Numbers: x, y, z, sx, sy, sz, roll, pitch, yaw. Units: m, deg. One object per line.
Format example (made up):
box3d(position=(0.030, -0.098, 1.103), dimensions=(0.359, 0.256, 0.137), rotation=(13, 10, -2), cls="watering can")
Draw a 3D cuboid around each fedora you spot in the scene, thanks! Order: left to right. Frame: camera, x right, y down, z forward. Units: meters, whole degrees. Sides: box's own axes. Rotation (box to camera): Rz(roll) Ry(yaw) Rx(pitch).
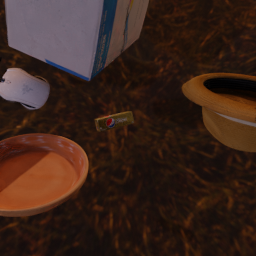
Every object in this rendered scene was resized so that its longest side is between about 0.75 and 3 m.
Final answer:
box3d(position=(2.316, -0.273, 5.508), dimensions=(2.647, 2.647, 1.080), rotation=(5, 117, 1), cls="fedora")

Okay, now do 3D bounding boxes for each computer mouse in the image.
box3d(position=(-2.700, -1.059, 6.453), dimensions=(2.191, 0.481, 1.202), rotation=(19, 86, 28), cls="computer mouse")

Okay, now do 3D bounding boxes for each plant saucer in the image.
box3d(position=(-1.667, 0.767, 4.788), dimensions=(1.965, 0.368, 1.965), rotation=(4, 32, -2), cls="plant saucer")

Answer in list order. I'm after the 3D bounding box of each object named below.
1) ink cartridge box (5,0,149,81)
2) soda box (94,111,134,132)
box3d(position=(-0.882, -2.729, 6.001), dimensions=(2.018, 1.983, 2.741), rotation=(24, 41, 10), cls="ink cartridge box")
box3d(position=(-0.323, -0.164, 6.720), dimensions=(0.891, 0.285, 0.302), rotation=(-15, 99, -22), cls="soda box")
